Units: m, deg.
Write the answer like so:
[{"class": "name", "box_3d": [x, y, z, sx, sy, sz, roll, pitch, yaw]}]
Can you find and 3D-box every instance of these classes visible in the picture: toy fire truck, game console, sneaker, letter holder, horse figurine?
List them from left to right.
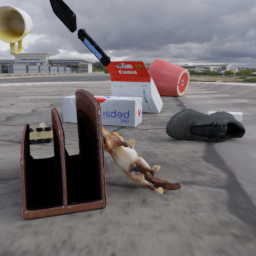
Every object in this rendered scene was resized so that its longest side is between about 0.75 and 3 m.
[{"class": "toy fire truck", "box_3d": [-2.587, 0.126, 8.072, 0.787, 0.576, 0.895, -5, 1, -19]}, {"class": "letter holder", "box_3d": [-1.213, 0.184, 4.837, 1.175, 1.660, 2.336, -4, 13, -17]}, {"class": "game console", "box_3d": [-1.691, -3.438, 10.213, 0.355, 2.945, 1.737, -44, 10, -2]}, {"class": "horse figurine", "box_3d": [0.036, 0.494, 4.641, 0.455, 1.825, 1.209, -48, 13, -13]}, {"class": "sneaker", "box_3d": [2.255, -0.032, 8.032, 2.347, 0.891, 1.065, -6, 21, -11]}]

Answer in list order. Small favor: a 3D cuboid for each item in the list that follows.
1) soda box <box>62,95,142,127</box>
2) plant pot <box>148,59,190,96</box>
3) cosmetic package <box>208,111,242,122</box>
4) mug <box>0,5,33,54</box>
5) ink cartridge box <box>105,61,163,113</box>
[{"class": "soda box", "box_3d": [-0.985, -0.688, 10.650, 2.966, 1.012, 0.941, 5, 13, 18]}, {"class": "plant pot", "box_3d": [3.176, -3.744, 21.712, 2.540, 2.870, 2.870, 20, 21, 32]}, {"class": "cosmetic package", "box_3d": [3.916, -0.479, 11.316, 1.309, 0.331, 0.540, 5, 13, 21]}, {"class": "mug", "box_3d": [-3.538, -3.107, 8.643, 1.050, 1.312, 1.077, 35, 19, -13]}, {"class": "ink cartridge box", "box_3d": [0.136, -1.824, 12.780, 2.230, 2.786, 0.659, 8, 59, 33]}]
